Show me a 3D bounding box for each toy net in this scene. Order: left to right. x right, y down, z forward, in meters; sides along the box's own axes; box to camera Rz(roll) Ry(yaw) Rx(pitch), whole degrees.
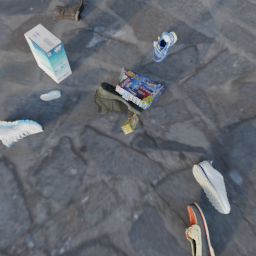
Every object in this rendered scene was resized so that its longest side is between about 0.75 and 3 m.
[{"bbox_3d":[1.643,-4.060,13.116,0.609,0.224,1.161,35,69,14],"label":"toy net"}]

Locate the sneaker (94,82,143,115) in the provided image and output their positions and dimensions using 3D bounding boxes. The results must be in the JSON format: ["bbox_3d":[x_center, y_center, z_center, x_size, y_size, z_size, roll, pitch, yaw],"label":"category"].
[{"bbox_3d":[-0.448,-0.936,11.227,2.035,1.165,0.778,23,44,-20],"label":"sneaker"}]

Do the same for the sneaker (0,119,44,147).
[{"bbox_3d":[-4.245,0.241,10.613,2.200,0.825,0.953,-4,68,7],"label":"sneaker"}]

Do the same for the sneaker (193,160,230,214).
[{"bbox_3d":[3.045,1.994,9.695,0.773,0.733,1.920,-17,65,-19],"label":"sneaker"}]

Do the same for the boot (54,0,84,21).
[{"bbox_3d":[-2.947,-5.944,13.915,1.322,0.526,1.518,10,65,5],"label":"boot"}]

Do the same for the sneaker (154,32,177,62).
[{"bbox_3d":[1.299,-3.116,10.896,0.597,1.452,0.537,-30,75,-34],"label":"sneaker"}]

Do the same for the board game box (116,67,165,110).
[{"bbox_3d":[0.282,-1.579,11.051,1.846,0.570,1.847,33,39,9],"label":"board game box"}]

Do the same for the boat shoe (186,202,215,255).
[{"bbox_3d":[2.195,3.470,8.901,0.665,0.757,2.126,-10,67,-2],"label":"boat shoe"}]

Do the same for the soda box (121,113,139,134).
[{"bbox_3d":[0.083,-0.170,10.146,0.334,0.316,0.987,-23,19,25],"label":"soda box"}]

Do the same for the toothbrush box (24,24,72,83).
[{"bbox_3d":[-3.244,-3.021,11.574,1.430,1.953,0.833,42,72,18],"label":"toothbrush box"}]

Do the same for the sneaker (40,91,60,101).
[{"bbox_3d":[-3.225,-1.375,11.697,0.829,0.307,0.340,-8,39,-3],"label":"sneaker"}]
